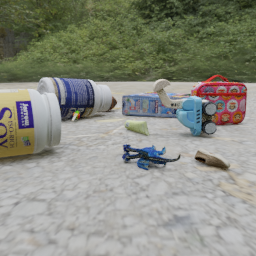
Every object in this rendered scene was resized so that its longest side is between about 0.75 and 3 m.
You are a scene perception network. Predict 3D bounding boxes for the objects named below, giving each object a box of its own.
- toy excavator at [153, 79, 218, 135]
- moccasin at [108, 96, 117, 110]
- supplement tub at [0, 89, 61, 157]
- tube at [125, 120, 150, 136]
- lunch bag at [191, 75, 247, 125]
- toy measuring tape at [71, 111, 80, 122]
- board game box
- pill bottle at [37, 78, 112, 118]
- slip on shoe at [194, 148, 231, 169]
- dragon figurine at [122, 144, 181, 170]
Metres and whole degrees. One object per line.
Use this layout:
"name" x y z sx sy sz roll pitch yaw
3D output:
"toy excavator" 1.691 -0.618 8.509 1.809 1.759 0.904 -4 14 -3
"moccasin" -2.029 -1.441 14.138 3.005 1.099 1.160 1 6 14
"supplement tub" -2.781 -0.116 6.515 2.160 1.570 1.570 -6 13 -26
"tube" 0.315 -0.043 9.085 0.358 0.320 1.233 34 -11 -28
"lunch bag" 3.354 -1.044 10.407 2.044 1.800 0.837 -2 12 -11
"toy measuring tape" -2.053 -0.396 10.906 0.284 0.284 0.772 2 36 9
"board game box" 1.722 -1.089 12.847 2.945 0.909 2.947 8 14 29
"pill bottle" -2.187 -1.257 11.780 2.884 1.602 1.602 -4 12 -36
"slip on shoe" 1.763 0.689 5.925 0.263 0.330 0.868 -45 36 -12
"dragon figurine" 0.421 0.609 5.853 0.712 0.421 1.432 -7 13 -31
